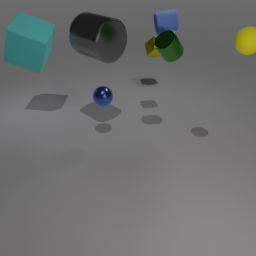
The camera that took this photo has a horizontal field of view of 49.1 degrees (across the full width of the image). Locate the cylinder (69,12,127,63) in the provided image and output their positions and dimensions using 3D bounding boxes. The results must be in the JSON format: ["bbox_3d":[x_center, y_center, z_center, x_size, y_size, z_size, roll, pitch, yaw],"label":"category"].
[{"bbox_3d":[-0.986,-2.994,9.267,1.400,1.400,1.400,28,41,35],"label":"cylinder"}]

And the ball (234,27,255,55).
[{"bbox_3d":[3.150,-2.277,7.315,0.700,0.700,0.700,0,31,0],"label":"ball"}]

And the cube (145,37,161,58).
[{"bbox_3d":[1.337,-3.928,13.712,0.700,0.700,0.700,3,-17,-34],"label":"cube"}]

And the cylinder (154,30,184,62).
[{"bbox_3d":[1.271,-2.511,8.628,0.700,0.700,0.700,-15,59,26],"label":"cylinder"}]

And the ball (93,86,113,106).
[{"bbox_3d":[-0.870,-1.101,9.718,0.700,0.700,0.700,0,31,0],"label":"ball"}]

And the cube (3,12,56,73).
[{"bbox_3d":[-3.672,-3.190,10.491,1.400,1.400,1.400,18,45,-13],"label":"cube"}]

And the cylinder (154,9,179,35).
[{"bbox_3d":[1.280,-3.576,9.459,0.700,0.700,0.700,-12,32,-1],"label":"cylinder"}]
